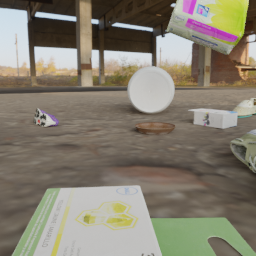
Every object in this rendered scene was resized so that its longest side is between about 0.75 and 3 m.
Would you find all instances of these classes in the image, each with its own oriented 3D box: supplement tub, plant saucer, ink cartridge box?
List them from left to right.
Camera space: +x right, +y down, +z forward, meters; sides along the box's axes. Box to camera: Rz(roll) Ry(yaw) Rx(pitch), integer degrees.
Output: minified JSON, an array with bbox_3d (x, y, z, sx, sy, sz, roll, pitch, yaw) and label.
[{"bbox_3d":[0.158,0.904,2.281,1.874,0.449,1.363,-2,10,-4],"label":"ink cartridge box"},{"bbox_3d":[1.001,-1.653,12.049,1.928,1.928,2.666,1,11,7],"label":"supplement tub"},{"bbox_3d":[0.744,0.019,7.706,1.136,0.208,1.136,1,10,0],"label":"plant saucer"},{"bbox_3d":[2.638,-0.322,8.854,0.776,0.457,1.348,-8,13,-37],"label":"ink cartridge box"}]

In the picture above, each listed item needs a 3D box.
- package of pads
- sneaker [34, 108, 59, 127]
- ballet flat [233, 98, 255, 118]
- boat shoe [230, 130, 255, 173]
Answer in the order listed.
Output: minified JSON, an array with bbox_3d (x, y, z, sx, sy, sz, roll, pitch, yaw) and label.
[{"bbox_3d":[2.079,-3.015,6.978,1.739,2.251,0.768,20,-30,-2],"label":"package of pads"},{"bbox_3d":[-2.621,-0.266,8.923,0.537,0.519,1.287,11,10,-40],"label":"sneaker"},{"bbox_3d":[4.758,-0.836,11.084,2.165,0.675,0.730,-9,14,-41],"label":"ballet flat"},{"bbox_3d":[2.155,0.478,4.310,0.628,0.729,2.025,-23,4,7],"label":"boat shoe"}]
